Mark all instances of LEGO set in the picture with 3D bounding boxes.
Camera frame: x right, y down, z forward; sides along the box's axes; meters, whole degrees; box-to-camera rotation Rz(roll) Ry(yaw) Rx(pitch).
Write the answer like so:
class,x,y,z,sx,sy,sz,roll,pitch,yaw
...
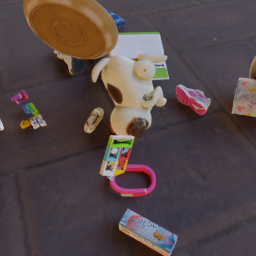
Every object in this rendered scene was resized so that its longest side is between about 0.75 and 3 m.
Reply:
class,x,y,z,sx,sy,sz,roll,pitch,yaw
LEGO set,-3.417,-0.429,9.477,0.692,0.644,1.687,-31,64,-19

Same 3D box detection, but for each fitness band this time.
class,x,y,z,sx,sy,sz,roll,pitch,yaw
fitness band,0.144,1.499,8.126,1.321,0.247,0.949,0,51,-2

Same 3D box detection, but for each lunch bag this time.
class,x,y,z,sx,sy,sz,roll,pitch,yaw
lunch bag,4.391,-1.130,9.798,1.217,0.913,1.435,10,59,20

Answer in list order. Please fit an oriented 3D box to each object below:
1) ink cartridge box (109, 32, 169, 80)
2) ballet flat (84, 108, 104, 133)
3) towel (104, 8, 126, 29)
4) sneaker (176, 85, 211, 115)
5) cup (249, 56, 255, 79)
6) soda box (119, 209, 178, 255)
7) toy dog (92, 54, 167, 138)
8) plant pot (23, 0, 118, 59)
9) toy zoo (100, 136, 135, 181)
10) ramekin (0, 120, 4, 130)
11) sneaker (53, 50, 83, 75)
class,x,y,z,sx,sy,sz,roll,pitch,yaw
ink cartridge box,0.323,-2.456,10.824,2.085,1.069,2.821,-2,52,-3
ballet flat,-1.133,-0.342,9.537,0.451,0.381,1.192,13,52,11
towel,-1.002,-5.316,13.555,0.980,0.426,1.755,-35,59,-26
sneaker,2.349,-1.101,10.073,0.635,0.585,1.439,-37,68,-27
cup,5.665,-1.774,9.459,1.720,2.405,2.405,-16,53,-18
soda box,0.486,2.629,7.037,1.440,0.493,0.458,23,55,18
toy dog,0.121,-0.948,8.781,1.785,2.558,2.480,5,12,42
plant pot,-1.621,-2.730,7.799,2.713,2.713,0.373,12,68,10
toy zoo,-0.239,0.631,5.832,0.648,0.987,0.101,1,19,-46
ramekin,-4.525,-0.265,9.132,0.468,0.960,0.960,-29,56,-12
sneaker,-2.493,-2.869,11.556,1.077,0.707,1.872,-17,63,23
